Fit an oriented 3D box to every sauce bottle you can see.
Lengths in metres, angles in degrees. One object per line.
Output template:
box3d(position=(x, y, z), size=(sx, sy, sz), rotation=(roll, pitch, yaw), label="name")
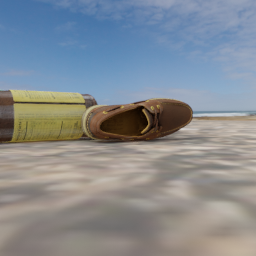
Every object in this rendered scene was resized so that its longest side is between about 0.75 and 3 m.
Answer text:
box3d(position=(-1.921, -0.218, 4.790), size=(2.836, 0.918, 0.918), rotation=(0, 2, -33), label="sauce bottle")

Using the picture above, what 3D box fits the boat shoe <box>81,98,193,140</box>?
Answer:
box3d(position=(0.296, -0.112, 5.019), size=(2.169, 0.781, 0.733), rotation=(-6, 10, -23), label="boat shoe")

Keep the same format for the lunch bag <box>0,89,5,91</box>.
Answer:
box3d(position=(-3.456, -0.474, 6.402), size=(2.570, 0.991, 2.061), rotation=(8, -3, 44), label="lunch bag")
